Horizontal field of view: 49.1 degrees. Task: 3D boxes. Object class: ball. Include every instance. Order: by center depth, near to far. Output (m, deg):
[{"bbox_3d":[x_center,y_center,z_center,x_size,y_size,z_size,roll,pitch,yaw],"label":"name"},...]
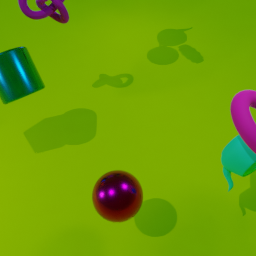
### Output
[{"bbox_3d":[-0.192,1.262,5.215,0.954,0.954,0.954,0,52,0],"label":"ball"}]

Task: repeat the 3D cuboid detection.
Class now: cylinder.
[{"bbox_3d":[-2.636,-1.216,6.537,1.040,1.040,1.040,-21,14,6],"label":"cylinder"}]

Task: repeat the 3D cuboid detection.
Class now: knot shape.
[{"bbox_3d":[-1.999,-3.163,7.210,1.342,1.256,0.620,-13,71,9],"label":"knot shape"}]

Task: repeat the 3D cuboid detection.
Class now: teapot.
[{"bbox_3d":[2.013,0.516,4.749,0.834,1.341,0.656,1,42,-45],"label":"teapot"}]

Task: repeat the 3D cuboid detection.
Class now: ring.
[{"bbox_3d":[2.170,-0.027,4.391,1.365,0.273,1.365,18,50,-22],"label":"ring"}]
